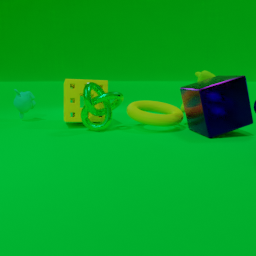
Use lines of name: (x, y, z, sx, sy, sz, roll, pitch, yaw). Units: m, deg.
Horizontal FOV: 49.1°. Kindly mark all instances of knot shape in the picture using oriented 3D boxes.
knot shape: (-0.757, -0.498, 7.309, 1.269, 1.187, 0.586, 14, 11, -39)

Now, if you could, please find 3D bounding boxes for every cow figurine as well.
cow figurine: (2.095, -1.058, 8.317, 0.695, 1.266, 1.246, 29, 38, 1)

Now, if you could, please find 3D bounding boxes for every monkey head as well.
monkey head: (-3.406, -0.869, 9.010, 0.763, 1.061, 0.639, 28, 42, 32)

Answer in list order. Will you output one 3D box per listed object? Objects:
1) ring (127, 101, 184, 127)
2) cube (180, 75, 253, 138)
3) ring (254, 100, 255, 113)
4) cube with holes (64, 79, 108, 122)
ring: (0.748, -0.419, 7.752, 1.576, 0.315, 1.576, 6, 21, -2)
cube: (2.169, -0.580, 6.984, 1.190, 1.190, 1.190, -18, 13, -9)
ring: (3.114, 0.013, 4.648, 2.090, 0.418, 2.090, 21, 19, -8)
cube with holes: (-1.279, -0.777, 8.282, 1.163, 1.163, 1.163, 0, 3, -15)
